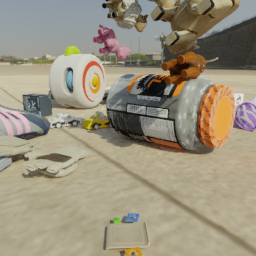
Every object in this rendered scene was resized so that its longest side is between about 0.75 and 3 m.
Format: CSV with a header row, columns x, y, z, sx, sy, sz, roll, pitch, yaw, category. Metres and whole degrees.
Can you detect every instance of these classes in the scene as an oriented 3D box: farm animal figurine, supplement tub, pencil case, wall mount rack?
x,y,z,sx,sy,sz,roll,pitch,yaw,category
0.685,-2.102,5.344,1.349,2.167,2.683,-19,44,-39,farm animal figurine
1.019,-0.453,7.095,2.918,1.788,1.788,11,17,39,supplement tub
4.515,-0.485,9.281,2.288,0.960,0.978,-10,62,-35,pencil case
4.910,-0.801,10.894,1.548,0.664,1.781,-7,20,-27,wall mount rack

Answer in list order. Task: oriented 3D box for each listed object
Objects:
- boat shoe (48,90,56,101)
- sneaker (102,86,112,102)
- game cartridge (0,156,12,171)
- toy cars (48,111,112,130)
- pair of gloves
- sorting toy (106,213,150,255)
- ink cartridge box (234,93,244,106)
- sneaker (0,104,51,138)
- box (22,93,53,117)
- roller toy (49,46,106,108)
x,y,z,sx,sy,sz,roll,pitch,yaw,category
-3.601,-1.717,15.132,1.912,0.545,0.639,7,15,28,boat shoe
-0.245,-1.460,13.882,2.305,0.926,0.995,1,32,12,sneaker
-3.175,0.747,5.332,1.509,0.313,1.005,2,17,7,game cartridge
-1.527,-0.300,9.217,2.321,0.514,1.041,2,13,8,toy cars
-1.934,0.554,5.686,1.978,0.347,1.682,12,9,7,pair of gloves
-0.007,1.302,3.326,0.504,0.122,0.895,-5,13,-1,sorting toy
4.990,-1.413,13.838,0.947,0.552,1.308,12,18,42,ink cartridge box
-3.116,0.081,7.072,0.978,1.143,2.787,-11,-15,30,sneaker
-3.622,-0.926,11.183,1.110,0.824,0.594,9,16,34,box
-2.166,-2.109,12.790,1.859,2.661,2.427,6,56,25,roller toy
